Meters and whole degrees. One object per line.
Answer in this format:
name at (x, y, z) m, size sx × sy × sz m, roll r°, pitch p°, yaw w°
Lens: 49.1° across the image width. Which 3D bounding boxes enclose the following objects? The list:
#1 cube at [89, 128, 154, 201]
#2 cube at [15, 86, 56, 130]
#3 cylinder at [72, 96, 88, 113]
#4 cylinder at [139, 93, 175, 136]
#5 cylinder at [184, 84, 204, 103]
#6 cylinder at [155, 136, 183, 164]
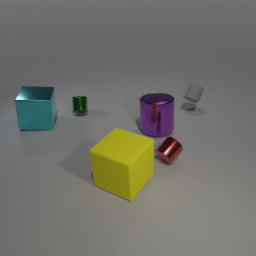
cube at (-0.145, 1.057, 8.508) m, size 1.400 × 1.400 × 1.400 m, roll 17°, pitch 38°, yaw 28°
cube at (-3.885, -0.866, 11.970) m, size 1.400 × 1.400 × 1.400 m, roll 0°, pitch 32°, yaw -8°
cylinder at (-2.234, -1.092, 13.035) m, size 0.700 × 0.700 × 0.700 m, roll -2°, pitch -5°, yaw 0°
cylinder at (1.189, -0.576, 11.491) m, size 1.400 × 1.400 × 1.400 m, roll -2°, pitch 24°, yaw 1°
cylinder at (3.107, -1.626, 13.174) m, size 0.700 × 0.700 × 0.700 m, roll 24°, pitch -2°, yaw 1°
cylinder at (1.416, 0.771, 9.645) m, size 0.700 × 0.700 × 0.700 m, roll -46°, pitch 46°, yaw -16°
